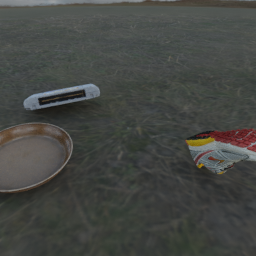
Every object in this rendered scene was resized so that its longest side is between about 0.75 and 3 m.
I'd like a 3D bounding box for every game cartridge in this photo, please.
[{"bbox_3d":[-2.165,-1.070,9.330,2.341,0.486,1.559,-12,17,-9],"label":"game cartridge"}]

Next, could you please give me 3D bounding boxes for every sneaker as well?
[{"bbox_3d":[2.090,0.509,5.807,0.820,0.865,2.105,-19,6,-22],"label":"sneaker"}]

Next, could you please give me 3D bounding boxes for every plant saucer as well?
[{"bbox_3d":[-2.362,0.661,6.361,2.233,0.358,2.233,-1,38,1],"label":"plant saucer"}]
